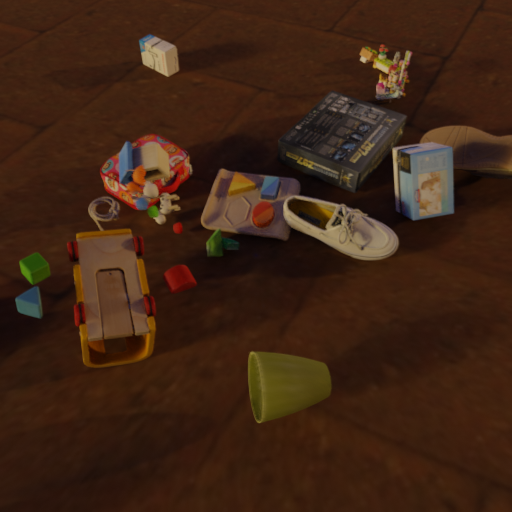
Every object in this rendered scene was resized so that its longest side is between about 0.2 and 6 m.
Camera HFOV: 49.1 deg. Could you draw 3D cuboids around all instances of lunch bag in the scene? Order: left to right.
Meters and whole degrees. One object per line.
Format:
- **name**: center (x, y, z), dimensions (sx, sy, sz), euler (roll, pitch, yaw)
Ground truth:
- **lunch bag**: center (-2.121, -1.675, 11.248), dimensions (1.434, 0.667, 1.628), euler (31, 55, 24)

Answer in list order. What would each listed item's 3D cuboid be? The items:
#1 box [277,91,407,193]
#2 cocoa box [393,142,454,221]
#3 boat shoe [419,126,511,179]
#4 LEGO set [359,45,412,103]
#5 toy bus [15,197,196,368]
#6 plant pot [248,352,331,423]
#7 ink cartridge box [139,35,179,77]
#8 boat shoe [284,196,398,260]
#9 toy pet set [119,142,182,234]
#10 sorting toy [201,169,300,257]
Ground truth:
- **box**: center (1.866, -2.521, 12.030), dimensions (1.895, 0.613, 2.403), euler (25, 53, 22)
- **cocoa box**: center (3.113, -1.402, 10.447), dimensions (0.842, 1.263, 0.829), euler (-11, 19, -7)
- **boat shoe**: center (4.683, -2.008, 11.412), dimensions (2.692, 0.872, 0.968), euler (12, 75, 34)
- **LEGO set**: center (3.302, -4.769, 13.855), dimensions (1.048, 0.848, 2.277), euler (-3, 49, -3)
- **toy bus**: center (-2.321, 0.580, 8.870), dimensions (2.232, 1.222, 2.365), euler (31, 51, 10)
- **plant pot**: center (0.475, 1.755, 7.732), dimensions (1.016, 0.950, 0.950), euler (-4, 48, -11)
- **ink cartridge box**: center (-2.465, -5.093, 14.241), dimensions (0.956, 0.698, 0.403), euler (33, 57, 26)
- **boat shoe**: center (1.475, -0.589, 9.895), dimensions (2.161, 0.921, 0.798), euler (25, 83, 14)
- **toy pet set**: center (-2.100, -1.242, 10.042), dimensions (0.894, 1.683, 1.572), euler (-10, 73, 13)
- **sorting toy**: center (-0.152, -0.788, 10.616), dimensions (1.684, 0.335, 2.278), euler (11, 53, 7)
